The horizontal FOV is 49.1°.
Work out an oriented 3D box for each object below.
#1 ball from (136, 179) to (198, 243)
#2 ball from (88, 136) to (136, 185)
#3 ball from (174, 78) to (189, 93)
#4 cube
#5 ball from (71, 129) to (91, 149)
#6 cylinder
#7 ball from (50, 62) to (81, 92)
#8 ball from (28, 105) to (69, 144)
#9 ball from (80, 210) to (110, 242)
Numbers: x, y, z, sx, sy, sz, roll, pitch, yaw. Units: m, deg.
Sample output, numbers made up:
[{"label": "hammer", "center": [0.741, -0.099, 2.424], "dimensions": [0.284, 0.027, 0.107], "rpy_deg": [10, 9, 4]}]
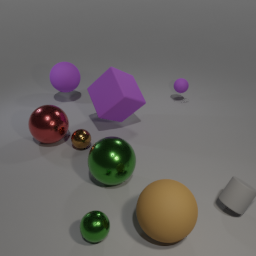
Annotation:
[{"label": "ball", "center": [0.889, 1.883, 6.437], "dimensions": [1.400, 1.400, 1.400], "rpy_deg": [0, 29, 0]}, {"label": "ball", "center": [-0.465, 0.943, 8.117], "dimensions": [1.400, 1.400, 1.400], "rpy_deg": [0, 29, 0]}, {"label": "ball", "center": [2.508, -1.996, 13.216], "dimensions": [0.700, 0.700, 0.700], "rpy_deg": [0, 29, 0]}, {"label": "cube", "center": [-0.440, -1.233, 10.734], "dimensions": [1.400, 1.400, 1.400], "rpy_deg": [9, 50, -53]}, {"label": "ball", "center": [-1.639, 0.378, 9.813], "dimensions": [0.700, 0.700, 0.700], "rpy_deg": [0, 29, 0]}, {"label": "cylinder", "center": [2.806, 1.712, 7.156], "dimensions": [0.700, 0.700, 0.700], "rpy_deg": [30, 9, -5]}, {"label": "ball", "center": [-2.908, -2.353, 12.971], "dimensions": [1.400, 1.400, 1.400], "rpy_deg": [0, 29, 0]}, {"label": "ball", "center": [-2.832, -0.136, 10.040], "dimensions": [1.400, 1.400, 1.400], "rpy_deg": [0, 29, 0]}, {"label": "ball", "center": [-0.760, 2.265, 6.467], "dimensions": [0.700, 0.700, 0.700], "rpy_deg": [0, 29, 0]}]
